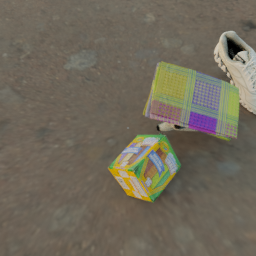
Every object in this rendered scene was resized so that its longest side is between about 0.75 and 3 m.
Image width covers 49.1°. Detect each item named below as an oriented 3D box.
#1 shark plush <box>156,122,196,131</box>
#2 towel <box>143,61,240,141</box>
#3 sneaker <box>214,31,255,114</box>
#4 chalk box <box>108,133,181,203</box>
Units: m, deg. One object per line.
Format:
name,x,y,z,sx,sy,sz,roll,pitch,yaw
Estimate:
shark plush,1.733,-0.412,6.763,2.301,1.045,0.958,1,86,-9
towel,1.450,-0.617,6.200,2.067,0.235,1.484,15,66,-4
sneaker,3.198,-1.440,7.480,1.002,1.081,2.666,-33,72,7
chalk box,0.465,0.706,5.942,0.877,0.881,1.417,-1,38,51
